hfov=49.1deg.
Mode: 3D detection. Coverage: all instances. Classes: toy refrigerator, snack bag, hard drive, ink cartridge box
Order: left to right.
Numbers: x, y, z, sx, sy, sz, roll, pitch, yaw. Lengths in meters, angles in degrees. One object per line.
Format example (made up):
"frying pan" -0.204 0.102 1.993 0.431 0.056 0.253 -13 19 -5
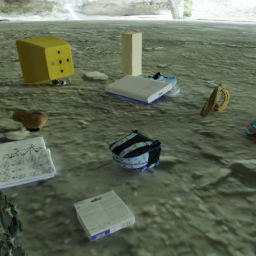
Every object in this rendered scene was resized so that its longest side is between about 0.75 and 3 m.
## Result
"snack bag" -3.495 0.950 8.357 2.348 0.267 2.490 -10 28 -19
"ink cartridge box" -0.569 1.957 6.405 1.076 0.237 1.096 -14 28 -26
"toy refrigerator" 0.195 -4.286 16.325 0.849 2.427 0.921 19 33 34
"hard drive" 0.476 -1.940 13.586 2.755 0.349 1.817 20 41 39

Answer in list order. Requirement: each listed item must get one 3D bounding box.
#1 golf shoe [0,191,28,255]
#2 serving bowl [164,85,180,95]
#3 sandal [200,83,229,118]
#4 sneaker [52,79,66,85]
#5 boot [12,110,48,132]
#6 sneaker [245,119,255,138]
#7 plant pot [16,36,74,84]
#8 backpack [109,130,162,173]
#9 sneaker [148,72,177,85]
"golf shoe" -2.517 2.353 5.039 1.251 1.030 2.648 -27 31 -15
"serving bowl" 2.034 -1.828 13.781 1.005 0.331 1.005 -1 27 0
"sandal" 3.861 -1.170 11.884 0.796 1.183 2.946 33 32 14
"sneaker" -3.733 -2.456 15.184 0.802 0.314 0.361 10 9 13
"boot" -3.727 -0.238 10.254 1.701 0.626 0.642 5 63 32
"sneaker" 5.053 -0.495 10.004 1.122 1.351 2.828 19 32 33
"plant pot" -4.186 -3.573 14.886 2.030 2.301 2.301 17 31 39
"backpack" 0.149 0.746 8.061 1.320 0.888 1.205 -21 34 -37
"sneaker" 1.785 -2.527 14.637 1.798 0.809 0.705 -13 30 -24
